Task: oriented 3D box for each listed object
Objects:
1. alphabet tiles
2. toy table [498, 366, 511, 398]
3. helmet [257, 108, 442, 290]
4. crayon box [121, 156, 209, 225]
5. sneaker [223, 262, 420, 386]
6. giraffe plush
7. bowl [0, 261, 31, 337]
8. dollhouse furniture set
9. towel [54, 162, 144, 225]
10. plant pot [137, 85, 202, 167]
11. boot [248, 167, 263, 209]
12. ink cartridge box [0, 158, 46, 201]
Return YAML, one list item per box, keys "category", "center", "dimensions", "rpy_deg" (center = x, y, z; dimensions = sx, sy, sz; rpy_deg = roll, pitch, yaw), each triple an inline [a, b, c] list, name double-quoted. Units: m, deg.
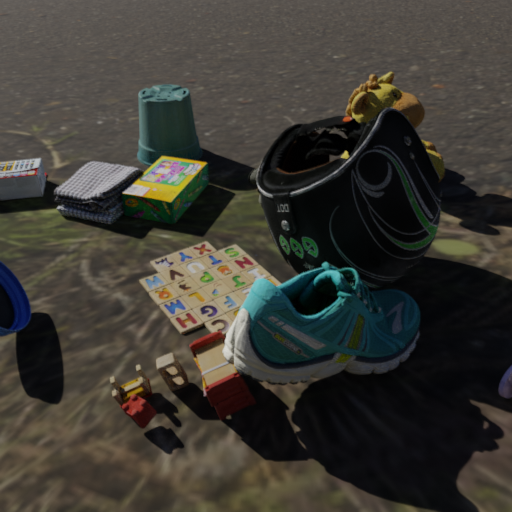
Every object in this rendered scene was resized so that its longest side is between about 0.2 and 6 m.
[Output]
- category: "alphabet tiles"
  center: [-0.664, 0.430, 8.341]
  dimensions: [1.734, 0.066, 2.084]
  rpy_deg: [-21, 40, -27]
- category: "toy table"
  center: [3.138, 1.477, 6.490]
  dimensions: [0.608, 0.559, 0.356]
  rpy_deg: [-36, 31, -24]
- category: "helmet"
  center: [1.390, -0.692, 7.929]
  dimensions: [2.516, 2.399, 2.516]
  rpy_deg: [-26, 34, 20]
- category: "crayon box"
  center: [-1.639, -1.256, 10.388]
  dimensions: [0.982, 0.482, 1.654]
  rpy_deg: [11, 36, 15]
- category: "sneaker"
  center: [1.022, 0.714, 6.654]
  dimensions: [3.036, 1.209, 1.177]
  rpy_deg: [-3, 28, -41]
- category: "giraffe plush"
  center: [2.461, -2.388, 10.710]
  dimensions: [2.420, 1.962, 2.088]
  rpy_deg: [2, 35, 3]
- category: "bowl"
  center: [-3.494, 0.495, 7.297]
  dimensions: [0.248, 1.263, 1.263]
  rpy_deg: [-33, 36, 8]
- category: "dollhouse furniture set"
  center: [-0.853, 1.557, 6.436]
  dimensions: [1.464, 0.595, 0.788]
  rpy_deg: [-24, 39, -4]
- category: "towel"
  center: [-2.839, -1.223, 10.240]
  dimensions: [1.169, 0.604, 1.412]
  rpy_deg: [12, 37, 18]
- category: "plant pot"
  center: [-1.872, -2.767, 11.776]
  dimensions: [1.414, 1.384, 1.414]
  rpy_deg: [0, 34, 0]
- category: "boot"
  center: [0.308, -1.298, 10.471]
  dimensions: [1.188, 0.616, 1.818]
  rpy_deg: [18, 31, 32]
- category: "ink cartridge box"
  center: [-4.693, -1.511, 10.757]
  dimensions: [1.149, 0.482, 1.008]
  rpy_deg: [-8, 35, -10]
